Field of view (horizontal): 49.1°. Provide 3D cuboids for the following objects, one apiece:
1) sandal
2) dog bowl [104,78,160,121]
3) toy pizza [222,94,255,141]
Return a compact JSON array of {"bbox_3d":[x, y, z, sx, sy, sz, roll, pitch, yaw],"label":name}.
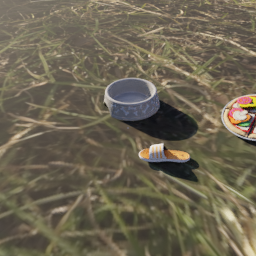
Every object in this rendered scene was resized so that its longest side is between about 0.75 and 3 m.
[{"bbox_3d":[0.922,0.582,7.030,1.284,0.368,0.492,2,32,0],"label":"sandal"},{"bbox_3d":[0.101,-0.985,8.938,1.849,0.542,1.849,-1,38,1],"label":"dog bowl"},{"bbox_3d":[3.708,-0.403,8.013,1.949,0.309,1.949,-9,44,9],"label":"toy pizza"}]
